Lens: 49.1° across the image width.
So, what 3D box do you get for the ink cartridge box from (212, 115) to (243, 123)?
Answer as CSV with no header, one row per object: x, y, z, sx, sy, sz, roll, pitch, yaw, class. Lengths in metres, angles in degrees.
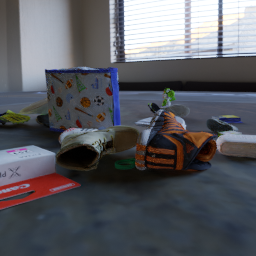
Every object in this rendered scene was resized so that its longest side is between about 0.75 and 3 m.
4.701,-0.422,13.259,1.083,0.258,1.096,-1,8,-8,ink cartridge box

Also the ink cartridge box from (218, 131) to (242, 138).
3.305,0.325,8.637,0.622,0.319,0.842,-6,10,-30,ink cartridge box

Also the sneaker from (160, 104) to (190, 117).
2.328,-0.958,15.168,1.888,0.684,1.077,0,7,2,sneaker

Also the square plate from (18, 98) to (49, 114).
-3.092,-1.053,12.858,2.873,0.413,2.900,-5,-3,-45,square plate

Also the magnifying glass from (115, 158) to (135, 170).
0.118,0.784,6.618,0.450,0.127,1.130,6,13,35,magnifying glass

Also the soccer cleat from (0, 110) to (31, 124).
-5.180,-0.509,12.582,1.503,0.629,0.486,-3,10,-17,soccer cleat

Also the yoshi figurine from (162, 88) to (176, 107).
2.425,-1.622,16.610,0.824,1.472,0.827,2,9,7,yoshi figurine

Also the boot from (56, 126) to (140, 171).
-0.633,0.457,6.651,2.041,0.736,1.578,-7,9,-4,boot

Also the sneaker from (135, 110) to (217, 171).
1.284,0.357,6.790,1.640,1.135,2.927,7,21,15,sneaker

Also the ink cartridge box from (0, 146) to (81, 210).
-2.317,0.856,5.084,2.239,0.488,1.944,-9,12,-43,ink cartridge box

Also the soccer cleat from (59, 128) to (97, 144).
-1.354,0.258,8.503,0.655,0.528,1.538,4,5,45,soccer cleat

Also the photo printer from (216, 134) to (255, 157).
3.022,0.457,7.476,1.277,0.443,1.062,3,11,17,photo printer

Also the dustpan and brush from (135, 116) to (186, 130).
1.603,-0.074,10.415,1.755,0.720,2.514,8,20,34,dustpan and brush

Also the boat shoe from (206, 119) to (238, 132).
3.505,-0.054,10.551,0.407,0.467,1.268,1,12,-35,boat shoe

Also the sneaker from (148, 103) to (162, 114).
1.368,-0.896,13.904,0.449,1.085,0.389,8,56,49,sneaker

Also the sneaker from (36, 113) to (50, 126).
-2.686,-0.672,12.312,2.718,1.077,1.025,-8,14,-32,sneaker

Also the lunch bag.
-1.444,-0.992,10.162,2.840,2.414,1.758,7,18,36,lunch bag
